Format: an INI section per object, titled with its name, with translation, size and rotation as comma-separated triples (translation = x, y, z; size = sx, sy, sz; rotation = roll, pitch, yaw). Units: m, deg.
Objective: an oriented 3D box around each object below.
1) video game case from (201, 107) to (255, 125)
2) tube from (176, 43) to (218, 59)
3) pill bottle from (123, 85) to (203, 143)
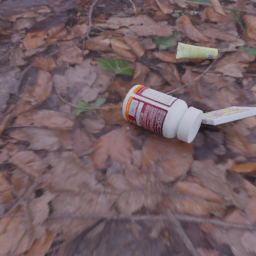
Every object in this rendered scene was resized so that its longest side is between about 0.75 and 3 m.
[video game case]
translation = 2.824, -0.381, 8.165
size = 1.543, 1.405, 0.177
rotation = -14, 98, -11
[tube]
translation = 2.491, -2.751, 10.148
size = 1.442, 0.374, 0.418
rotation = 4, 68, -3
[pill bottle]
translation = 0.971, -0.396, 8.001
size = 2.080, 1.140, 1.140
rotation = 25, 57, 25
